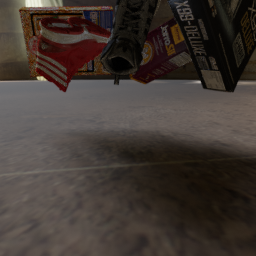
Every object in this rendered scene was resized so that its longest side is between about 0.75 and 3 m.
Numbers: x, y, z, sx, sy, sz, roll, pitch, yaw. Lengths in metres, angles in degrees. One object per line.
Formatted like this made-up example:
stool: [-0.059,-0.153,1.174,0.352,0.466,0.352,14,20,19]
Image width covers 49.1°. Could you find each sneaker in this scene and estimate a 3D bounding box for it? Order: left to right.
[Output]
sneaker: [-1.270,-1.716,6.582,1.001,1.476,2.555,35,27,17]
sneaker: [0.042,-1.414,3.890,0.662,1.755,0.999,13,49,-2]

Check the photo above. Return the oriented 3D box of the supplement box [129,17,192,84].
supplement box: [0.903,-2.119,7.863,1.889,1.042,0.809,-23,-18,34]

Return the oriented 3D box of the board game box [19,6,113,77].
board game box: [-1.902,-2.828,9.250,2.841,2.152,0.658,-3,31,-7]

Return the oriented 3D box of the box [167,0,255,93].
box: [1.854,-2.524,5.460,0.731,2.940,2.318,16,64,41]
